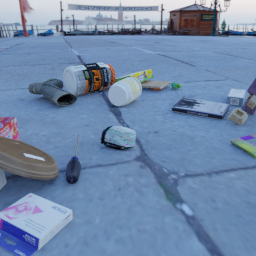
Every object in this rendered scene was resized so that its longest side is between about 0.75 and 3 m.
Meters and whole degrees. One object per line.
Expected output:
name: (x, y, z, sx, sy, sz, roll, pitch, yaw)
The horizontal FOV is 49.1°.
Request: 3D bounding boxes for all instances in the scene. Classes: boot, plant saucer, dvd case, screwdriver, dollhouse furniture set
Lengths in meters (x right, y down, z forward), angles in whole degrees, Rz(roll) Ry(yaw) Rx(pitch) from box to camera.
boot: (-3.224, -1.709, 13.132, 2.306, 0.837, 2.097, 14, 27, 34)
plant saucer: (-2.633, 0.675, 6.853, 2.068, 0.305, 2.068, 25, 2, -1)
dvd case: (3.072, -0.849, 11.778, 2.068, 0.256, 1.554, 13, 26, 24)
screwdriver: (-1.481, 0.773, 7.950, 0.368, 0.383, 2.636, -2, 20, -5)
dollhouse furniture set: (5.474, -0.328, 10.681, 2.651, 2.101, 1.882, 35, -7, 19)

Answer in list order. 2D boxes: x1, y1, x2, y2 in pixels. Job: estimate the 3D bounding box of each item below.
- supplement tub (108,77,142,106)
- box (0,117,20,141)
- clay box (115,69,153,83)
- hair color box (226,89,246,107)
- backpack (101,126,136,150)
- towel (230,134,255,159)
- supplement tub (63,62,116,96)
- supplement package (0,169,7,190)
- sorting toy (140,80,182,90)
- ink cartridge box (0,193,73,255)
supplement tub: (-0.129, -1.631, 12.575, 1.081, 1.081, 1.491, 11, 25, 25)
box: (-3.960, 0.326, 8.270, 0.795, 0.830, 1.665, 2, 23, 4)
clay box: (0.364, -2.742, 15.466, 1.355, 0.561, 2.358, -5, 15, 40)
hair color box: (4.993, -1.418, 12.911, 0.709, 0.434, 1.433, 10, 26, 23)
backpack: (-0.249, 0.276, 8.663, 0.994, 0.629, 0.829, 15, 24, 23)
towel: (4.153, 0.505, 8.701, 1.604, 0.183, 1.152, -11, 26, -22)
supplement tub: (-1.921, -2.538, 14.251, 2.403, 1.472, 1.472, -18, 29, -34)
supplement package: (-3.513, 1.241, 5.916, 0.942, 0.978, 1.719, 1, 24, 7)
sorting toy: (1.676, -2.261, 15.040, 2.258, 0.332, 1.669, 9, 21, 27)
ink cartridge box: (-1.935, 1.832, 5.455, 1.219, 0.269, 1.241, 13, 25, 26)
